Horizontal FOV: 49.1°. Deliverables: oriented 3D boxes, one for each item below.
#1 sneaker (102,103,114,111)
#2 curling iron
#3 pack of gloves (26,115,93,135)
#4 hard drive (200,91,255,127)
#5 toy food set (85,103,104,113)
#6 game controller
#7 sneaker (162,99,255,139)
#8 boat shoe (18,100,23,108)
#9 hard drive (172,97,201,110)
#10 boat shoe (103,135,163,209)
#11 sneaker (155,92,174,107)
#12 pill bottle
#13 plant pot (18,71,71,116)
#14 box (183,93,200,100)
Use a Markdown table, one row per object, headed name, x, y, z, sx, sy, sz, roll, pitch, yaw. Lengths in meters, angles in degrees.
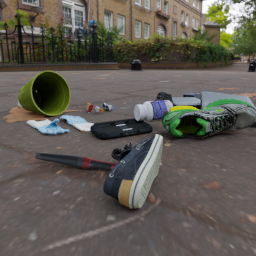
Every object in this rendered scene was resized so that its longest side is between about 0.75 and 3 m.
| name | x | y | z | sx | sy | sz | roll | pitch | yaw |
| --- | --- | --- | --- | --- | --- | --- | --- | --- | --- |
| sneaker | -0.926 | -0.940 | 12.890 | 0.352 | 0.318 | 0.825 | 3 | 18 | -30 |
| curling iron | -0.931 | 0.686 | 6.286 | 2.402 | 0.307 | 0.596 | -1 | 51 | 11 |
| pack of gloves | -2.288 | -0.277 | 9.899 | 1.939 | 0.455 | 2.308 | -11 | 19 | -34 |
| hard drive | 3.946 | -0.834 | 11.153 | 2.033 | 0.479 | 2.913 | 9 | 21 | 11 |
| toy food set | -1.530 | -0.782 | 12.268 | 0.891 | 0.401 | 0.425 | 25 | 8 | 19 |
| game controller | -0.190 | 0.025 | 9.056 | 1.982 | 0.417 | 1.034 | -9 | 31 | -29 |
| sneaker | 2.524 | -0.127 | 8.497 | 2.863 | 1.117 | 1.220 | -9 | 22 | 2 |
| boat shoe | -4.666 | -1.327 | 13.790 | 0.563 | 0.528 | 1.527 | 13 | 19 | 41 |
| hard drive | 2.822 | -1.123 | 13.329 | 1.554 | 0.366 | 2.226 | -2 | 15 | -6 |
| boat shoe | 0.203 | 0.680 | 5.399 | 0.732 | 0.877 | 2.350 | 10 | 22 | 16 |
| sneaker | 1.212 | -1.131 | 12.179 | 1.743 | 0.864 | 0.616 | -5 | 4 | -23 |
| pill bottle | 0.849 | -0.554 | 9.415 | 1.184 | 0.709 | 0.709 | -6 | 15 | -21 |
| plant pot | -3.739 | -1.375 | 12.006 | 1.779 | 1.848 | 1.848 | -4 | 8 | 43 |
| box | 3.415 | -1.601 | 14.985 | 0.647 | 0.467 | 0.872 | 9 | 16 | 33 |
